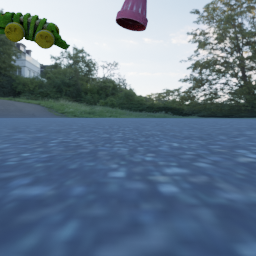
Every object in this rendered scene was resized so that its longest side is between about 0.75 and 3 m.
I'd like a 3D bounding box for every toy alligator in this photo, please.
[{"bbox_3d":[-2.744,-2.573,6.905,2.717,0.653,0.900,12,35,-10],"label":"toy alligator"}]

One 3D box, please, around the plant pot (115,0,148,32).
[{"bbox_3d":[0.193,-3.805,9.133,1.058,0.947,1.058,13,-1,0],"label":"plant pot"}]
